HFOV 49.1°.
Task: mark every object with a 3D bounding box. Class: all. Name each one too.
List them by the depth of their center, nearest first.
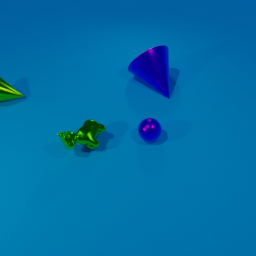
[{"bbox_3d":[-1.359,0.158,8.141,1.191,0.664,1.210,31,61,-18],"label":"cow figurine"},{"bbox_3d":[0.656,0.050,8.447,0.722,0.722,0.722,0,49,0],"label":"ball"},{"bbox_3d":[-4.007,-1.197,9.605,0.905,0.902,0.902,14,49,-8],"label":"cone"},{"bbox_3d":[1.088,-1.757,9.997,1.649,1.649,1.656,-23,79,-19],"label":"cone"}]
